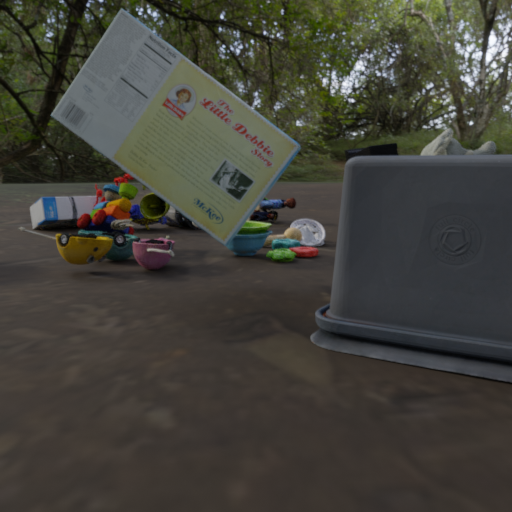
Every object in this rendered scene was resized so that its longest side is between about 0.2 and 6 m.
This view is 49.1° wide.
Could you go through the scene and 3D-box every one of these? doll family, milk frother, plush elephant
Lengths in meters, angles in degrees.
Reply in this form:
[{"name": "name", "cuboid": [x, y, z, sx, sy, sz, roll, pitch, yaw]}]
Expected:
[{"name": "doll family", "cuboid": [0.137, -1.163, 13.791, 1.161, 0.788, 2.009, -1, 13, -31]}, {"name": "milk frother", "cuboid": [-1.408, -1.184, 12.613, 1.186, 1.070, 1.115, -12, 15, -40]}, {"name": "plush elephant", "cuboid": [4.449, -1.699, 12.435, 2.771, 2.145, 2.282, 1, 9, 3]}]

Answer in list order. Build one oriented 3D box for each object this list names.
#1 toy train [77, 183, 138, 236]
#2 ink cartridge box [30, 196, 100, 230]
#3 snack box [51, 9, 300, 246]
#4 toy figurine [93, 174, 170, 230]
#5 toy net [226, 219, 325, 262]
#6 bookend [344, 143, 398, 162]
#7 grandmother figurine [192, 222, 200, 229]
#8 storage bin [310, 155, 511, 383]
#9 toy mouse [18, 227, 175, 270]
[{"name": "toy train", "cuboid": [-2.138, -0.762, 8.934, 0.670, 0.915, 1.582, 34, -24, -34]}, {"name": "ink cartridge box", "cuboid": [-4.149, -0.951, 12.222, 1.260, 0.541, 0.923, -5, -7, -37]}, {"name": "snack box", "cuboid": [-0.878, -1.402, 6.335, 2.442, 1.419, 0.453, 37, 9, -4]}, {"name": "toy figurine", "cuboid": [-2.345, -1.089, 12.020, 2.100, 1.108, 1.258, -10, -11, 31]}, {"name": "toy net", "cuboid": [0.582, -0.345, 9.215, 1.376, 0.507, 2.623, 6, 11, 32]}, {"name": "bookend", "cuboid": [2.491, -1.384, 10.205, 0.765, 1.660, 1.650, -10, -3, -22]}, {"name": "grandmother figurine", "cuboid": [-0.554, -0.587, 8.243, 0.329, 0.659, 1.086, -19, -1, 34]}, {"name": "storage bin", "cuboid": [1.657, -0.035, 4.303, 2.184, 1.467, 1.589, 7, 11, 31]}, {"name": "toy mouse", "cuboid": [-1.791, -0.082, 7.771, 2.133, 0.413, 1.895, 8, 5, 25]}]
